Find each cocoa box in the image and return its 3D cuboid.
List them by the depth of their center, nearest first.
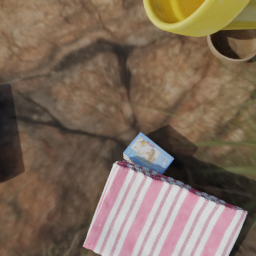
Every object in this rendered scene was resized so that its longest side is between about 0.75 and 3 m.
[{"bbox_3d":[0.459,0.690,6.503,0.990,0.650,0.660,38,79,9],"label":"cocoa box"}]

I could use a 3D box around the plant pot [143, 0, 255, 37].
[{"bbox_3d":[2.041,-3.177,5.776,2.522,2.680,2.680,0,74,-31],"label":"plant pot"}]

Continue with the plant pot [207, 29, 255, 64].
[{"bbox_3d":[2.669,-2.203,7.241,1.347,0.622,1.347,0,75,0],"label":"plant pot"}]

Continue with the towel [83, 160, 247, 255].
[{"bbox_3d":[0.728,2.161,5.916,2.953,0.442,2.161,22,98,5],"label":"towel"}]
